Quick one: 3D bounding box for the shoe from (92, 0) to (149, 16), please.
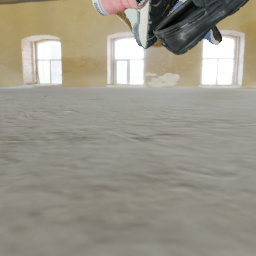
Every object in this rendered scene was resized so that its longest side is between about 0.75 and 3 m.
[{"bbox_3d":[0.130,-2.355,3.998,0.756,1.662,0.594,12,-16,36],"label":"shoe"}]

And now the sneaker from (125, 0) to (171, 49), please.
[{"bbox_3d":[0.143,-3.199,6.042,1.271,2.944,1.143,15,42,28],"label":"sneaker"}]

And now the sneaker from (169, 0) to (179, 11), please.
[{"bbox_3d":[2.354,-4.500,9.272,2.870,1.004,1.291,-3,46,-11],"label":"sneaker"}]

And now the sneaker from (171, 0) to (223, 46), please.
[{"bbox_3d":[1.949,-2.946,8.012,0.769,0.783,2.032,23,32,-51],"label":"sneaker"}]

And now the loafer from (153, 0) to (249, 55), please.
[{"bbox_3d":[1.550,-2.472,5.445,0.887,0.858,2.528,27,-47,-29],"label":"loafer"}]

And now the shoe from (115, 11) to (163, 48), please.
[{"bbox_3d":[0.233,-3.528,8.730,2.609,0.912,0.696,38,42,-4],"label":"shoe"}]
